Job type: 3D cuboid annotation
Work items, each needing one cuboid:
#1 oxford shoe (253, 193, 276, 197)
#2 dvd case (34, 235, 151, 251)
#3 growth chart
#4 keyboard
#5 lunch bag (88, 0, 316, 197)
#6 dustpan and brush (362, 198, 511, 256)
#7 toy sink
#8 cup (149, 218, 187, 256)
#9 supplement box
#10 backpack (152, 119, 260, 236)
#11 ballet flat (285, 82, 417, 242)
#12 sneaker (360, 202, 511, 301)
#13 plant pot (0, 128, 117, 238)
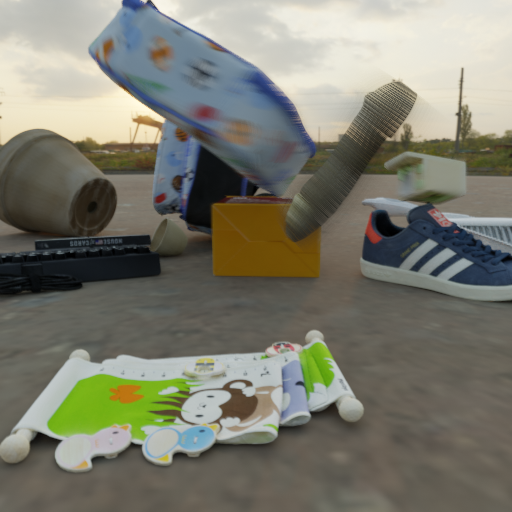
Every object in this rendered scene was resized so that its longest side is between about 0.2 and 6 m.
[{"bbox_3d":[-0.103,-1.455,16.029,1.917,0.697,0.809,-6,11,-31],"label":"oxford shoe"},{"bbox_3d":[-2.861,-0.221,9.980,1.866,0.231,1.403,-4,2,-14],"label":"dvd case"},{"bbox_3d":[-0.436,0.982,4.106,2.394,0.212,1.732,-2,12,-10],"label":"growth chart"},{"bbox_3d":[-3.214,0.150,8.001,3.542,0.454,2.127,-5,12,-23],"label":"keyboard"},{"bbox_3d":[-0.696,-2.180,7.914,3.150,1.190,2.524,39,5,19],"label":"lunch bag"},{"bbox_3d":[3.556,-0.514,10.068,3.393,0.971,2.368,5,11,25],"label":"dustpan and brush"},{"bbox_3d":[2.308,-1.035,7.729,0.935,0.524,0.609,7,-11,-18],"label":"toy sink"},{"bbox_3d":[-1.509,-0.268,9.916,0.492,0.688,0.688,25,0,-24],"label":"cup"},{"bbox_3d":[0.208,-0.356,8.925,1.600,1.077,1.622,1,10,4],"label":"supplement box"},{"bbox_3d":[-0.851,-1.676,11.499,2.392,3.105,2.958,12,-6,4],"label":"backpack"},{"bbox_3d":[0.999,-1.123,6.465,0.517,2.229,0.751,38,0,16],"label":"ballet flat"},{"bbox_3d":[2.580,-0.131,7.519,2.656,1.123,0.996,9,15,39],"label":"sneaker"},{"bbox_3d":[-4.253,-1.369,12.245,2.032,2.341,2.341,25,21,27],"label":"plant pot"}]
